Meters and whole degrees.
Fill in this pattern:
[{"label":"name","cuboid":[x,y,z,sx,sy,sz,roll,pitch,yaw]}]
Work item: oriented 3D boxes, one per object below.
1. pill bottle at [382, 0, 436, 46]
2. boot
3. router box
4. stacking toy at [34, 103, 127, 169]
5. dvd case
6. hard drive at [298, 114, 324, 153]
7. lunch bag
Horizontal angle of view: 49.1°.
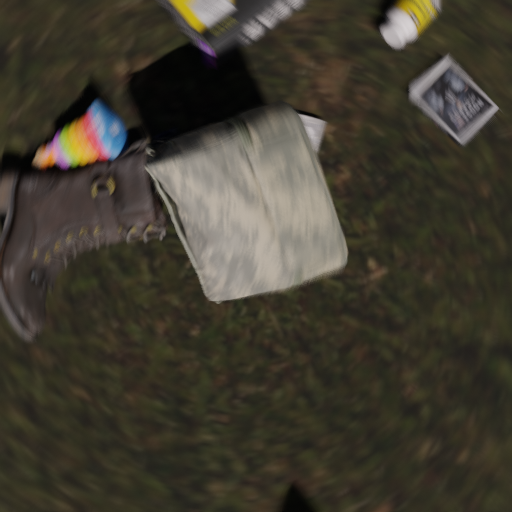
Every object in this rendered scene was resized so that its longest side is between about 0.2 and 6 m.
[{"label":"pill bottle","cuboid":[3.011,-4.743,11.131,0.618,0.618,1.111,37,84,5]},{"label":"boot","cuboid":[-3.092,-0.344,10.173,2.961,1.178,3.401,-7,80,-1]},{"label":"router box","cuboid":[-0.203,-6.170,11.038,4.085,1.043,3.047,-39,88,-5]},{"label":"stacking toy","cuboid":[-3.483,-2.109,10.682,1.774,0.974,1.029,-18,87,10]},{"label":"dvd case","cuboid":[3.878,-3.055,11.089,1.098,0.181,1.461,-43,83,-6]},{"label":"hard drive","cuboid":[0.803,-2.181,10.937,0.804,0.218,1.151,16,81,2]},{"label":"lunch bag","cuboid":[-0.202,-0.873,9.354,2.512,2.087,2.995,-23,114,-3]}]
